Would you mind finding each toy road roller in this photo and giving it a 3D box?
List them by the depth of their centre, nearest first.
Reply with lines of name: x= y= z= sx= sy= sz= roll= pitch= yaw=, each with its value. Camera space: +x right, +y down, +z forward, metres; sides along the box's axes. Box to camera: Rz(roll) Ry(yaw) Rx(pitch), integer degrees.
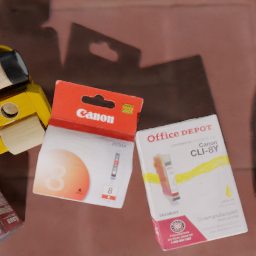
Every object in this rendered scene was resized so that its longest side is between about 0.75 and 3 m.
toy road roller: x=-2.995 y=-0.828 z=7.231 sx=1.595 sy=1.895 sz=2.596 roll=-23 pitch=118 yaw=-4

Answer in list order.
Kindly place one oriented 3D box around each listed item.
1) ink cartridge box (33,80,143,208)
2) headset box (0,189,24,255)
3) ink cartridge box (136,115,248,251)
ink cartridge box: x=-0.915 y=0.435 z=6.723 sx=2.208 sy=0.683 sz=2.723 roll=12 pitch=103 yaw=-6
headset box: x=-4.149 y=2.153 z=6.755 sx=2.119 sy=1.069 sz=2.851 roll=-37 pitch=82 yaw=-6
ink cartridge box: x=1.414 y=1.251 z=6.867 sx=2.008 sy=1.154 sz=2.766 roll=-12 pitch=80 yaw=-2
